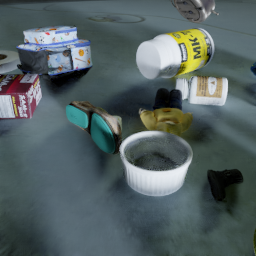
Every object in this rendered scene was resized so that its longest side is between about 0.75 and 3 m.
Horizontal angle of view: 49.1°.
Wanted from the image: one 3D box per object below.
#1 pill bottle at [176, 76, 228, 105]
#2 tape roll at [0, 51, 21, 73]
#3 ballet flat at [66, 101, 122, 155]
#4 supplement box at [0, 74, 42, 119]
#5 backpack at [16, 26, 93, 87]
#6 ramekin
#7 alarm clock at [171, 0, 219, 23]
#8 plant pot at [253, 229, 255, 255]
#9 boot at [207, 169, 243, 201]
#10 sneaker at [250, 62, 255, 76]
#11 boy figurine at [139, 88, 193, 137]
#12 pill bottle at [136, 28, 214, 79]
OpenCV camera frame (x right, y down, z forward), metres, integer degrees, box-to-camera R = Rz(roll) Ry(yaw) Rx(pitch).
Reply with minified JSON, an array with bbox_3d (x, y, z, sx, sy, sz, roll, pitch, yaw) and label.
[{"bbox_3d":[2.174,-1.142,8.444,1.459,0.834,0.834,5,31,9],"label":"pill bottle"},{"bbox_3d":[-5.495,-2.722,11.530,2.130,0.389,2.130,1,31,0],"label":"tape roll"},{"bbox_3d":[-0.658,-0.152,6.877,0.822,0.832,2.445,-11,32,-36],"label":"ballet flat"},{"bbox_3d":[-4.070,-0.933,8.099,2.752,0.838,1.497,-1,31,-4],"label":"supplement box"},{"bbox_3d":[-2.574,-2.753,10.282,2.402,1.943,2.522,-14,29,-41],"label":"backpack"},{"bbox_3d":[0.530,0.688,5.538,1.394,0.679,1.394,1,31,0],"label":"ramekin"},{"bbox_3d":[1.883,-3.852,8.673,0.613,1.242,1.841,-48,34,-2],"label":"alarm clock"},{"bbox_3d":[3.027,1.032,3.451,2.321,2.235,2.321,-1,31,0],"label":"plant pot"},{"bbox_3d":[1.888,1.046,5.297,0.616,0.310,0.824,1,30,2],"label":"boot"},{"bbox_3d":[5.538,-1.792,9.611,1.514,1.091,2.882,-31,38,-16],"label":"sneaker"},{"bbox_3d":[0.959,-0.289,7.162,1.408,0.730,2.265,7,29,7],"label":"boy figurine"},{"bbox_3d":[1.761,-2.752,10.430,2.761,1.578,1.578,-23,38,-33],"label":"pill bottle"}]
